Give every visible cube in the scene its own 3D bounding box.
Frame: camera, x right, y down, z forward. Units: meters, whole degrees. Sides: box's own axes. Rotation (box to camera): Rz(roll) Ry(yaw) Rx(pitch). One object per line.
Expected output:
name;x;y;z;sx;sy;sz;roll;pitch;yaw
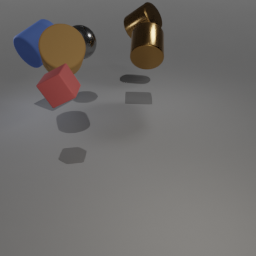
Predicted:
cube;-1.706;-1.056;6.983;0.700;0.700;0.700;-22;30;17

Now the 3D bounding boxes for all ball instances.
ball;-2.025;-3.607;11.818;1.400;1.400;1.400;0;29;0

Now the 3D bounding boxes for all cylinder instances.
cylinder;0.816;-3.451;11.829;1.400;1.400;1.400;2;58;4
cylinder;-3.523;-3.352;11.127;1.400;1.400;1.400;19;54;30
cylinder;0.742;-5.223;13.870;1.400;1.400;1.400;-19;13;40
cylinder;-2.133;-2.457;9.101;1.400;1.400;1.400;-8;1;-13
